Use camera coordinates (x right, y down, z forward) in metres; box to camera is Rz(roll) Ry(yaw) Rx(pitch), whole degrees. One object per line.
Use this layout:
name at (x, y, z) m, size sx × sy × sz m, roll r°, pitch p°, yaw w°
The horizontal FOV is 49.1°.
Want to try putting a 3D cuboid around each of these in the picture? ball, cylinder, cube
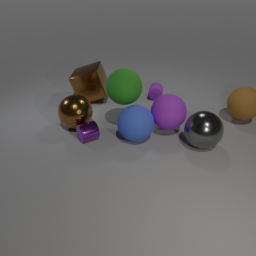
ball at (1.588, -0.637, 10.952) m, size 1.400 × 1.400 × 1.400 m, roll 0°, pitch 32°, yaw 0°
ball at (2.764, 0.068, 10.232) m, size 1.400 × 1.400 × 1.400 m, roll 0°, pitch 32°, yaw 0°
cylinder at (1.388, -1.832, 13.984) m, size 0.700 × 0.700 × 0.700 m, roll 5°, pitch 32°, yaw 8°
ball at (4.894, -1.030, 11.760) m, size 1.400 × 1.400 × 1.400 m, roll 0°, pitch 32°, yaw 0°
ball at (-0.144, -1.587, 10.774) m, size 1.400 × 1.400 × 1.400 m, roll 0°, pitch 32°, yaw 0°
ball at (-2.137, -0.658, 11.387) m, size 1.400 × 1.400 × 1.400 m, roll 0°, pitch 32°, yaw 0°
ball at (0.289, -0.185, 10.616) m, size 1.400 × 1.400 × 1.400 m, roll 0°, pitch 32°, yaw 0°
cube at (-1.822, -2.202, 13.577) m, size 1.400 × 1.400 × 1.400 m, roll -14°, pitch 30°, yaw 12°
cylinder at (-1.546, 0.138, 10.771) m, size 0.700 × 0.700 × 0.700 m, roll -17°, pitch 36°, yaw -26°
